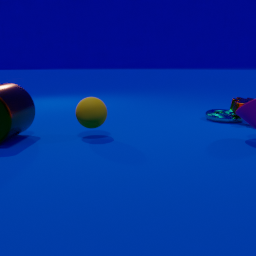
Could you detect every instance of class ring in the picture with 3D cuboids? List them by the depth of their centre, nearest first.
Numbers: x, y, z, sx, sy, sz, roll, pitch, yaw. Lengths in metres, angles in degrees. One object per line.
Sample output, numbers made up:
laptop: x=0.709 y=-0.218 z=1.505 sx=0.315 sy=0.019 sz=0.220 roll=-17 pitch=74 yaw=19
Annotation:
ring: x=3.140 y=-0.402 z=9.103 sx=1.237 sy=0.247 sz=1.237 roll=1 pitch=14 yaw=0

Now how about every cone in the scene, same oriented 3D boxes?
cone: x=3.164 y=-0.084 z=6.333 sx=1.060 sy=1.064 sz=1.060 roll=-16 pitch=-17 yaw=-5

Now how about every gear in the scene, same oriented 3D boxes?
gear: x=4.204 y=-0.516 z=8.627 sx=1.966 sy=0.364 sz=1.966 roll=8 pitch=19 yaw=-3

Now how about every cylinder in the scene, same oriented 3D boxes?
cylinder: x=-3.031 y=-0.345 z=6.511 sx=1.300 sy=1.300 sz=1.300 roll=1 pitch=13 yaw=5

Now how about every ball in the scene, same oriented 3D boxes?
ball: x=-0.900 y=-0.373 z=6.912 sx=0.780 sy=0.780 sz=0.780 roll=0 pitch=13 yaw=0
